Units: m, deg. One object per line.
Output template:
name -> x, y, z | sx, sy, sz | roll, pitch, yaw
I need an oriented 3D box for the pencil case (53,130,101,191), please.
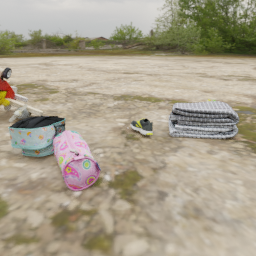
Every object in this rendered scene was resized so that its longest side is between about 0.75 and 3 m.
pencil case -> -1.290, 0.687, 6.754 | 0.885, 0.885, 2.024 | -6, 18, -18

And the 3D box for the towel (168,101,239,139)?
towel -> 2.566, -0.393, 9.838 | 2.288, 0.979, 1.895 | 3, 18, 9

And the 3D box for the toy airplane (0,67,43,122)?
toy airplane -> -5.240, -1.162, 11.236 | 2.886, 2.037, 2.874 | 5, -22, 41

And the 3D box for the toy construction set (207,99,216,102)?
toy construction set -> 3.761, -0.758, 11.518 | 0.900, 0.632, 1.373 | 23, 25, -8

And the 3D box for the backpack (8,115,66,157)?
backpack -> -2.529, 0.214, 7.774 | 1.251, 1.091, 1.423 | 4, 7, 18

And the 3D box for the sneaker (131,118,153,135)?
sneaker -> 0.520, -0.116, 9.568 | 0.455, 0.518, 1.223 | 8, 12, -32
